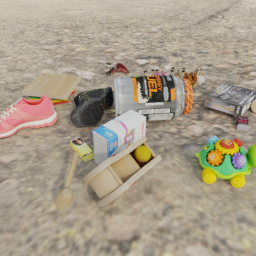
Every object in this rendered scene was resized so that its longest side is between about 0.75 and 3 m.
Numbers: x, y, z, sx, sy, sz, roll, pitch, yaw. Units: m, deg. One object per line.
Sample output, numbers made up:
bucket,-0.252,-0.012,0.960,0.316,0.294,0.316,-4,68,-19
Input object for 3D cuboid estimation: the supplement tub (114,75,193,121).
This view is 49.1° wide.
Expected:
supplement tub,0.934,-1.168,11.031,2.913,1.785,1.785,-4,35,-4

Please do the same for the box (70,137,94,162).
box,-1.593,0.719,9.638,0.406,0.270,1.079,-23,42,-28

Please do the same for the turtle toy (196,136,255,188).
turtle toy,3.218,0.910,8.612,2.209,1.116,1.610,7,35,9

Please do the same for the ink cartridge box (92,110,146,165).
ink cartridge box,-0.235,0.371,9.235,0.756,1.291,1.787,27,43,33

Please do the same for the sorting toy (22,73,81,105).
sorting toy,-3.370,-1.726,12.766,1.995,0.698,2.007,7,35,9

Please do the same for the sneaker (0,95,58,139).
sneaker,-4.205,-0.545,10.576,2.911,1.263,1.073,-17,38,-21

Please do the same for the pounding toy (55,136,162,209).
pounding toy,-0.575,0.972,7.488,2.998,1.714,1.720,-32,81,-37

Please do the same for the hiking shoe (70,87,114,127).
hiking shoe,-1.684,-0.845,11.433,1.427,1.074,2.836,2,26,25

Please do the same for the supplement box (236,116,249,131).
supplement box,4.468,-0.187,10.955,0.417,0.233,0.766,8,35,15

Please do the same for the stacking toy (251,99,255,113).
stacking toy,5.810,-1.189,12.120,0.688,0.688,1.611,19,33,25

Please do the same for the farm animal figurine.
farm animal figurine,2.044,-2.040,12.871,2.486,1.296,2.459,11,24,27

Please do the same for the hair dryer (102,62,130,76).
hair dryer,-0.612,-3.092,15.154,1.468,0.399,1.118,3,52,11

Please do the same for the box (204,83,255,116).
box,4.469,-1.263,12.089,1.609,0.491,2.032,21,35,33
